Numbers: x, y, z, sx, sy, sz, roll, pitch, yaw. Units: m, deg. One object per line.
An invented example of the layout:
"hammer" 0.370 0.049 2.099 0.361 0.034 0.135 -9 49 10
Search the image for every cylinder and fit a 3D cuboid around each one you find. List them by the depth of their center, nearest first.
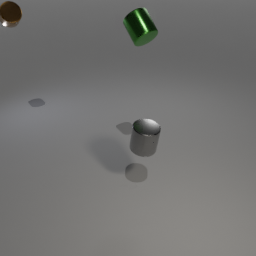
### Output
"cylinder" 0.419 0.241 6.997 0.700 0.700 0.700 5 37 -4
"cylinder" 0.326 -2.615 7.290 0.700 0.700 0.700 -26 -6 -3
"cylinder" -4.009 -3.850 9.521 0.700 0.700 0.700 -15 12 -25
